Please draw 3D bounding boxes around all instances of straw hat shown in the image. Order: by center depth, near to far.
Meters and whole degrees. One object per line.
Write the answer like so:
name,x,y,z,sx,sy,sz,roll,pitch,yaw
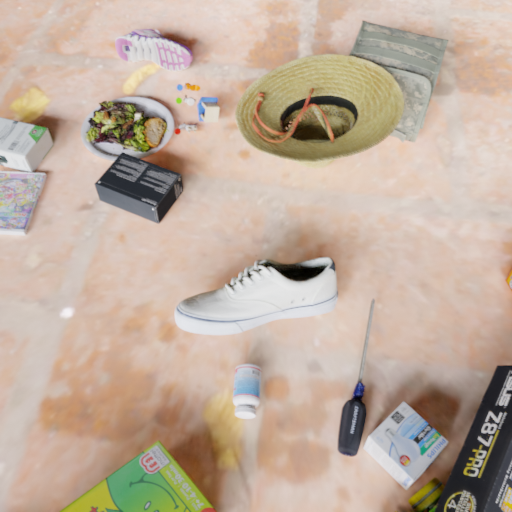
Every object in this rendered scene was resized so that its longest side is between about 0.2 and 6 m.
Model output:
straw hat,1.329,-2.685,11.928,3.423,1.449,3.423,-4,54,5

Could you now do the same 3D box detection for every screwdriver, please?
screwdriver,1.819,1.932,9.382,0.416,0.399,2.863,-1,53,34

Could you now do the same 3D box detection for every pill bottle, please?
pill bottle,-0.151,2.219,9.185,0.443,0.443,0.815,3,55,2

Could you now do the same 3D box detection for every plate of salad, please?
plate of salad,-2.933,-2.980,12.695,2.118,0.509,2.118,0,56,0

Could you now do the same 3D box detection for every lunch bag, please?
lunch bag,2.958,-3.859,12.726,2.092,1.500,2.551,18,64,10

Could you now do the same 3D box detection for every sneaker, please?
sneaker,0.017,0.571,9.737,2.950,1.044,1.077,-10,28,-16
sneaker,-2.495,-5.304,14.150,2.013,0.810,0.890,16,50,12

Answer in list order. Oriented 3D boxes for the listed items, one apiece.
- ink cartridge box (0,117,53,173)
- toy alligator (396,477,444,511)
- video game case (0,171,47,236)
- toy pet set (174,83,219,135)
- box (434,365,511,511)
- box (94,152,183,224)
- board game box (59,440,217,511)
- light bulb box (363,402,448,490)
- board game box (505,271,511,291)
ink cartridge box,-5.327,-2.452,12.302,1.321,0.549,0.969,15,57,10
toy alligator,2.878,3.616,7.873,3.780,1.026,1.121,-31,62,-20
video game case,-5.126,-1.118,11.643,1.136,0.143,1.586,3,56,2
toy pet set,-1.386,-3.396,12.684,1.069,1.145,0.608,-5,36,-22
box,3.599,3.540,7.284,2.683,0.817,3.329,47,61,-15
box,-2.405,-1.411,11.580,1.462,0.576,1.031,22,55,14
board game box,-2.042,3.963,7.377,2.930,0.698,1.488,-29,60,-37
light bulb box,2.296,2.918,8.634,0.874,0.550,0.882,-37,61,-23
board game box,5.423,0.469,9.932,1.170,1.171,1.170,-13,57,-9
